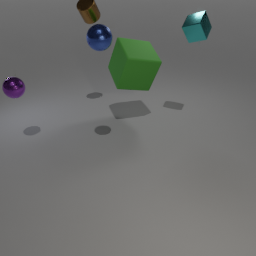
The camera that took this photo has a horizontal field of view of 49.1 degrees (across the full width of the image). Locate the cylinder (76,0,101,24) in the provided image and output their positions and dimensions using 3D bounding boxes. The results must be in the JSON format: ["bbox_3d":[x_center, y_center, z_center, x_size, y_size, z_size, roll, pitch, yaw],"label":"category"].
[{"bbox_3d":[-1.465,-4.390,10.454,0.700,0.700,0.700,-6,66,14],"label":"cylinder"}]

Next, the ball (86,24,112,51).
[{"bbox_3d":[-0.768,-2.423,7.520,0.700,0.700,0.700,0,29,0],"label":"ball"}]

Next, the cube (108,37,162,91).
[{"bbox_3d":[0.214,-2.419,10.726,1.400,1.400,1.400,0,48,-25],"label":"cube"}]

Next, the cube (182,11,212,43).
[{"bbox_3d":[2.407,-3.510,9.768,0.700,0.700,0.700,2,54,40],"label":"cube"}]

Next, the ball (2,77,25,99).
[{"bbox_3d":[-3.711,-1.311,9.112,0.700,0.700,0.700,0,29,0],"label":"ball"}]
